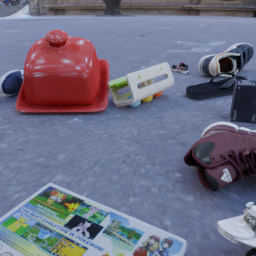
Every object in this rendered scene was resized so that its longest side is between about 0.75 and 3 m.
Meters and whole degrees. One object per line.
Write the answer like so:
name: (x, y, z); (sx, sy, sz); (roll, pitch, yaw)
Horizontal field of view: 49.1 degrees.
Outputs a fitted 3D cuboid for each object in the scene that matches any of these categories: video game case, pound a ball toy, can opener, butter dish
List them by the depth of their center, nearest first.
video game case: (-0.885, 1.765, 3.509); (2.563, 0.282, 2.336); (14, 29, 28)
can opener: (2.432, 1.348, 3.905); (2.826, 0.939, 0.744); (-7, 7, -26)
butter dish: (-2.009, -1.963, 8.539); (2.796, 2.072, 2.804); (-1, 47, 0)
pound a ball toy: (0.420, -1.369, 9.419); (1.592, 1.037, 2.442); (-10, 12, 47)

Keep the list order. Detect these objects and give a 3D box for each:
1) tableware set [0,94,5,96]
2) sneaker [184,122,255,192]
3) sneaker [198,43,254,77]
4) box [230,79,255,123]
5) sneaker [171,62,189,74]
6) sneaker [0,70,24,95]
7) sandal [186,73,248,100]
tableware set: (-4.780, -0.774, 8.818); (1.073, 0.244, 1.593); (12, 29, 28)
sneaker: (2.229, 0.709, 4.883); (1.636, 1.072, 2.833); (-30, 23, -35)
sneaker: (4.534, -2.858, 12.041); (2.931, 1.150, 1.164); (-23, 28, -19)
box: (3.400, -0.731, 7.705); (0.983, 1.079, 0.562); (6, 27, 13)
sneaker: (2.378, -2.748, 12.586); (0.409, 0.439, 1.018); (-16, 30, -32)
sneaker: (-3.321, -1.654, 9.928); (1.250, 0.808, 2.305); (11, 25, 25)
sandal: (3.308, -1.559, 9.957); (2.783, 0.596, 1.058); (-16, 30, -30)
